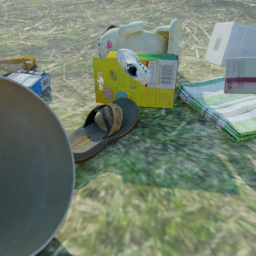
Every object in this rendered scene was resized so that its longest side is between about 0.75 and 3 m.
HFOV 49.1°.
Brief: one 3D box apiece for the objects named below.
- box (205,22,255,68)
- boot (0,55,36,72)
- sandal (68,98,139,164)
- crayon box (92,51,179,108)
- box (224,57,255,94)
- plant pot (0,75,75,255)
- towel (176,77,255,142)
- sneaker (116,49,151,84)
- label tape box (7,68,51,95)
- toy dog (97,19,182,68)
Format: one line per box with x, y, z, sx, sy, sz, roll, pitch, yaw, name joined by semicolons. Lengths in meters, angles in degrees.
2.178;-1.279;4.718;1.430;0.697;0.889;11;19;-7;box
-4.311;-2.548;10.924;1.376;0.484;0.985;-2;29;-10;boot
-0.683;-0.166;7.118;1.165;0.778;2.851;24;41;31;sandal
0.214;-1.438;8.306;2.398;1.522;0.609;5;35;5;crayon box
1.761;-0.686;3.703;0.874;0.476;0.559;5;10;26;box
-2.535;0.767;4.538;1.888;2.813;2.813;-18;23;33;plant pot
3.049;-0.743;8.268;2.125;0.437;2.849;-15;38;-20;towel
0.040;-1.345;5.922;0.428;0.397;1.057;-4;45;-47;sneaker
-3.621;-1.481;9.244;1.684;0.533;1.214;8;35;11;label tape box
0.326;-2.823;9.932;2.970;2.072;2.880;10;21;15;toy dog
